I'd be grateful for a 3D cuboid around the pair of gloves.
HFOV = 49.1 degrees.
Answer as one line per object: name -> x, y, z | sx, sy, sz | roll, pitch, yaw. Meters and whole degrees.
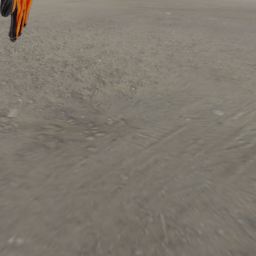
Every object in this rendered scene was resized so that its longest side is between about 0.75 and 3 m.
pair of gloves -> -1.920, -2.024, 4.183 | 0.232, 1.669, 1.873 | 23, 26, 2
